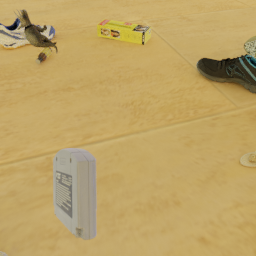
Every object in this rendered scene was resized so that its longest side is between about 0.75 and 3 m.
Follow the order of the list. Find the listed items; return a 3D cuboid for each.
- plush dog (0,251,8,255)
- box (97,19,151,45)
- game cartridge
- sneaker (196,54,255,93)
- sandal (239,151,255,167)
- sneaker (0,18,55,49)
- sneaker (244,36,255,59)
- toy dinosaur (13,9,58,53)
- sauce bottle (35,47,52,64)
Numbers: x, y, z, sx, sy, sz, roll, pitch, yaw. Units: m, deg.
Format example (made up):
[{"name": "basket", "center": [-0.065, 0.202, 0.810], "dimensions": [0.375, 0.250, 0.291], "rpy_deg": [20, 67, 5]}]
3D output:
[{"name": "plush dog", "center": [-2.564, 2.647, 3.864], "dimensions": [1.526, 1.426, 1.777], "rpy_deg": [-31, 45, 1]}, {"name": "box", "center": [-0.173, -4.223, 12.250], "dimensions": [2.255, 0.565, 0.849], "rpy_deg": [16, 43, 18]}, {"name": "game cartridge", "center": [-0.721, 0.751, 3.619], "dimensions": [0.305, 0.977, 1.467], "rpy_deg": [5, -6, -24]}, {"name": "sneaker", "center": [3.601, -2.031, 9.309], "dimensions": [2.640, 1.081, 0.966], "rpy_deg": [22, 45, 24]}, {"name": "sandal", "center": [3.305, 0.610, 6.744], "dimensions": [1.232, 0.405, 0.452], "rpy_deg": [-6, 41, -7]}, {"name": "sneaker", "center": [-4.201, -4.089, 11.732], "dimensions": [2.402, 1.059, 0.904], "rpy_deg": [-26, 46, -28]}, {"name": "sneaker", "center": [4.944, -2.384, 9.815], "dimensions": [1.297, 1.125, 2.926], "rpy_deg": [-22, 42, -12]}, {"name": "toy dinosaur", "center": [-2.460, -2.433, 7.549], "dimensions": [0.798, 0.600, 1.560], "rpy_deg": [-16, 68, -49]}, {"name": "sauce bottle", "center": [-3.251, -2.779, 10.764], "dimensions": [0.327, 0.327, 1.011], "rpy_deg": [9, 42, 10]}]
